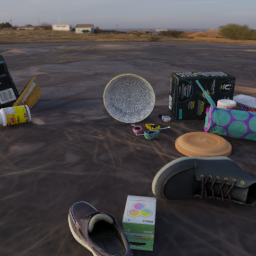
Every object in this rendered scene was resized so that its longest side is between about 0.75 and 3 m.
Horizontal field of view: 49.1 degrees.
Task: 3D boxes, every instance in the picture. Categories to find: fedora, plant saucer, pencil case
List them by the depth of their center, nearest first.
[{"bbox_3d":[2.360,0.491,8.796,1.708,0.276,1.708,0,22,0],"label":"plant saucer"},{"bbox_3d":[3.749,-0.166,9.309,2.261,0.962,1.045,9,41,9],"label":"pencil case"},{"bbox_3d":[-4.456,-1.478,12.713,0.746,1.829,1.829,35,10,-23],"label":"fedora"}]

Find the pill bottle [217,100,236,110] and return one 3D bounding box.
[{"bbox_3d":[3.473,-0.423,10.000,0.618,1.082,0.618,0,22,0],"label":"pill bottle"}]

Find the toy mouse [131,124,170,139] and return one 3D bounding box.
[{"bbox_3d":[0.591,0.154,9.651,1.376,0.266,1.223,11,24,26],"label":"toy mouse"}]

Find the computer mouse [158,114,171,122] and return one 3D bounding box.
[{"bbox_3d":[1.494,-0.386,11.176,0.454,0.182,0.828,4,16,-4],"label":"computer mouse"}]

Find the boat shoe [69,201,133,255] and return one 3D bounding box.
[{"bbox_3d":[-0.482,1.795,4.900,0.754,0.679,2.095,-11,24,-27],"label":"boat shoe"}]

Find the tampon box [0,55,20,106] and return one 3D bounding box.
[{"bbox_3d":[-6.392,-2.083,12.805,2.089,1.759,2.787,-22,28,-17],"label":"tampon box"}]

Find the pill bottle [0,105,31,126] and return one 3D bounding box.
[{"bbox_3d":[-4.402,-0.462,10.668,1.221,0.667,0.667,-14,25,-29],"label":"pill bottle"}]

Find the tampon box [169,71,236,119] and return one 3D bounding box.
[{"bbox_3d":[2.971,-1.380,11.563,2.282,1.710,1.441,-1,21,-4],"label":"tampon box"}]

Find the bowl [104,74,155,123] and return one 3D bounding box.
[{"bbox_3d":[0.081,-1.255,10.833,1.947,1.947,0.914,2,27,5],"label":"bowl"}]

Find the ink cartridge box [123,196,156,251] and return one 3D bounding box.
[{"bbox_3d":[0.222,1.785,5.401,0.595,0.340,1.145,3,22,7],"label":"ink cartridge box"}]

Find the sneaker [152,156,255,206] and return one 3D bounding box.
[{"bbox_3d":[1.778,1.210,6.080,2.366,0.885,1.257,-8,20,-23],"label":"sneaker"}]

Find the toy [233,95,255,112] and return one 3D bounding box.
[{"bbox_3d":[5.463,-0.836,11.809,1.334,0.547,2.317,-15,27,-40],"label":"toy"}]
